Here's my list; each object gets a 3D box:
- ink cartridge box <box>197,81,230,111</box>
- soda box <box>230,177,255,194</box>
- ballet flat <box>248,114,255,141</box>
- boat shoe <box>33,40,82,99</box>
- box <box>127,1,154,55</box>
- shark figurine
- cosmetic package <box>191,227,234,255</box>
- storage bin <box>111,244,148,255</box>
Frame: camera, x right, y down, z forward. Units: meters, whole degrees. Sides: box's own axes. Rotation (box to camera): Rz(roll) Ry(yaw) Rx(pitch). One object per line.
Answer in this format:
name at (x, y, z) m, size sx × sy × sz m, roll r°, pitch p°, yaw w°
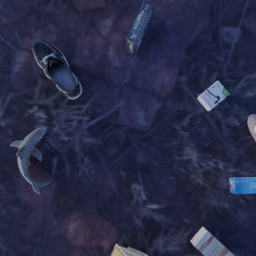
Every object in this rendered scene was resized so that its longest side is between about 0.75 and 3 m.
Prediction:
ink cartridge box at (3.013, -1.127, 9.916) m, size 0.893 × 0.371 × 0.654 m, roll -40°, pitch 86°, yaw -3°
soda box at (4.315, 1.954, 9.566) m, size 1.530 × 0.491 × 0.519 m, roll -1°, pitch 84°, yaw 0°
ballet flat at (4.714, 0.343, 9.660) m, size 0.619 × 0.612 × 1.819 m, roll -21°, pitch 85°, yaw -2°
boat shoe at (-2.546, -2.134, 9.813) m, size 0.938 × 0.766 × 2.539 m, roll -33°, pitch 85°, yaw -3°
box at (0.401, -3.439, 9.742) m, size 0.377 × 1.165 × 1.478 m, roll 24°, pitch 86°, yaw 2°
shark figurine at (-3.448, 1.100, 9.445) m, size 1.331 × 0.930 × 2.227 m, roll -3°, pitch 82°, yaw -1°
cosmetic package at (2.845, 4.058, 9.318) m, size 1.348 × 0.588 × 0.697 m, roll 41°, pitch 86°, yaw 4°
storage bin at (-0.101, 5.193, 8.014) m, size 1.315 × 2.786 × 2.807 m, roll 27°, pitch 78°, yaw -13°
